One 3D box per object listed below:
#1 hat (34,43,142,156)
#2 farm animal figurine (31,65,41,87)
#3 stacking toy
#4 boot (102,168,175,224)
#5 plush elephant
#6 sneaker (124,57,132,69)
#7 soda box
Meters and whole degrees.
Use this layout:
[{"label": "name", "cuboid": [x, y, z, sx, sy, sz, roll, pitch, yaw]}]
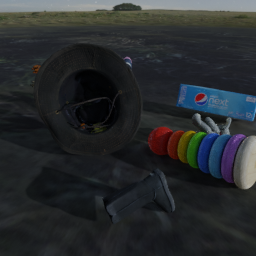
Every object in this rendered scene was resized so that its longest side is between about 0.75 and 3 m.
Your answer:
[{"label": "hat", "cuboid": [-0.910, -0.707, 7.011, 2.704, 2.704, 1.091, 0, 12, 0]}, {"label": "farm animal figurine", "cuboid": [-2.838, -1.599, 9.885, 0.665, 1.262, 1.276, -19, 59, -39]}, {"label": "stacking toy", "cuboid": [1.620, 0.491, 6.512, 2.621, 1.119, 1.119, 14, 28, 40]}, {"label": "boot", "cuboid": [0.204, 1.356, 4.906, 1.139, 0.939, 0.374, -29, 20, -20]}, {"label": "plush elephant", "cuboid": [2.197, 0.136, 7.242, 1.203, 0.991, 0.932, 32, 39, 31]}, {"label": "sneaker", "cuboid": [-0.276, -2.193, 11.614, 0.590, 1.682, 0.690, 23, 46, -16]}, {"label": "soda box", "cuboid": [2.879, -0.855, 9.117, 2.419, 0.776, 0.821, 15, 11, 24]}]
